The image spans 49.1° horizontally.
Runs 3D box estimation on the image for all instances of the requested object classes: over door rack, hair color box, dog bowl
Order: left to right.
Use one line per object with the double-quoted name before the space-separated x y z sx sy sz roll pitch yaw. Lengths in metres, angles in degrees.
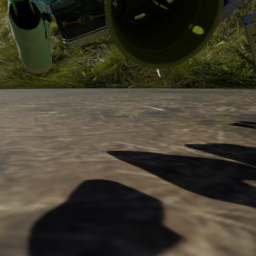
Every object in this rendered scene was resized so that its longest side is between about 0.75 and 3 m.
"dog bowl" 2.310 -3.542 9.075 2.509 0.988 2.509 -42 7 7
"over door rack" 1.479 -1.839 3.864 0.624 0.281 0.844 28 33 -12
"hair color box" 3.817 -2.384 7.725 0.870 1.739 0.526 -13 45 28

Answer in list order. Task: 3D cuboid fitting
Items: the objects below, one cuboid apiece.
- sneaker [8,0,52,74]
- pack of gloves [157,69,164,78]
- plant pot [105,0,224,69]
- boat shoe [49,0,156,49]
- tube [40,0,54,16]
"sneaker" -2.168 -2.588 6.100 0.904 2.456 1.449 -14 -24 -16
"pack of gloves" 0.243 -3.321 9.249 0.577 2.924 2.456 -22 36 -2
"plant pot" 0.427 -2.590 5.700 2.197 2.197 2.086 -3 31 -15
"boat shoe" -0.588 -3.069 7.041 2.653 1.204 0.939 -26 39 -4
"tube" -1.909 -3.740 7.502 0.929 0.605 2.400 -2 -2 -31
